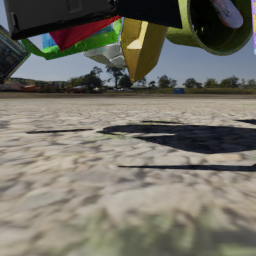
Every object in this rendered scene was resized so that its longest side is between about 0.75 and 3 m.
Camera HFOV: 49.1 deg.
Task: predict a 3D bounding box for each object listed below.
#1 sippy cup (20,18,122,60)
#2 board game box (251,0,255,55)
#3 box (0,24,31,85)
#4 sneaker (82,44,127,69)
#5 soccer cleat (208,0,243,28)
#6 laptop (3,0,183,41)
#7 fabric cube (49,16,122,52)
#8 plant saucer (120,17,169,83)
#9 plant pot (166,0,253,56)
[{"bbox_3d":[-1.451,-2.946,7.203,2.089,1.950,2.660,-9,20,19],"label":"sippy cup"},{"bbox_3d":[3.585,-2.698,6.506,1.232,1.832,0.410,-13,28,9],"label":"board game box"},{"bbox_3d":[-3.333,-1.964,6.920,1.442,1.142,0.348,40,-23,-16],"label":"box"},{"bbox_3d":[-0.524,-2.336,9.064,1.959,0.689,0.785,21,-1,21],"label":"sneaker"},{"bbox_3d":[2.833,-3.583,8.298,0.537,1.565,0.667,-34,-24,21],"label":"soccer cleat"},{"bbox_3d":[-0.490,-2.340,3.914,2.231,2.089,1.293,-10,1,9],"label":"laptop"},{"bbox_3d":[-0.974,-2.916,5.374,1.831,1.826,1.797,-37,10,-22],"label":"fabric cube"},{"bbox_3d":[0.478,-2.760,6.750,0.628,2.591,2.591,5,39,-14],"label":"plant saucer"},{"bbox_3d":[2.250,-3.496,8.813,2.523,2.523,2.396,-3,11,-22],"label":"plant pot"}]
